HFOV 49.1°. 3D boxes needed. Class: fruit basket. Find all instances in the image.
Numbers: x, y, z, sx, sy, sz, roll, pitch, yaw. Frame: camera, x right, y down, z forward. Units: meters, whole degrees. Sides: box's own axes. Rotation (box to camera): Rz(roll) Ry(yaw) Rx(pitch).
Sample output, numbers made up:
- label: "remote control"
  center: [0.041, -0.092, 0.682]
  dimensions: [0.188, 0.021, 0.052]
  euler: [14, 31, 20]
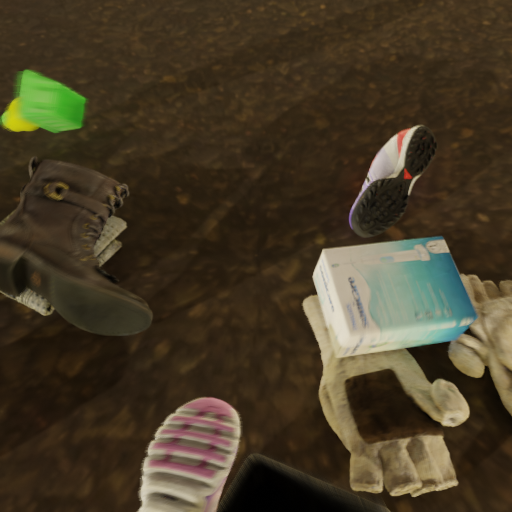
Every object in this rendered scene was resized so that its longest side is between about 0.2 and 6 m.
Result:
- label: "fruit basket"
  center: [-3.959, -2.712, 10.157]
  dimensions: [1.364, 1.364, 0.984]
  euler: [9, 91, 7]

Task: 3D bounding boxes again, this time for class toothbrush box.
- label: "toothbrush box"
  center: [1.721, 0.510, 7.174]
  dimensions: [1.694, 0.722, 1.240]
  euler: [-7, 58, -12]

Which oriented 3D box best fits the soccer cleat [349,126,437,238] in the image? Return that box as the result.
- label: "soccer cleat"
  center: [2.161, -1.216, 9.408]
  dimensions: [2.349, 0.801, 0.859]
  euler: [-54, 24, -20]

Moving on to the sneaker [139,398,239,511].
- label: "sneaker"
  center: [-0.754, 2.601, 5.879]
  dimensions: [0.876, 0.963, 2.178]
  euler: [11, 62, 16]

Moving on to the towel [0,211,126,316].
- label: "towel"
  center: [-3.265, -0.137, 8.741]
  dimensions: [1.912, 0.343, 1.986]
  euler: [22, 55, 21]

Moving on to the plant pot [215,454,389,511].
- label: "plant pot"
  center: [0.302, 2.879, 4.884]
  dimensions: [1.397, 1.242, 1.400]
  euler: [13, 42, 28]

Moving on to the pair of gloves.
- label: "pair of gloves"
  center: [2.561, 1.451, 7.146]
  dimensions: [3.551, 0.623, 3.020]
  euler: [-4, 50, -4]

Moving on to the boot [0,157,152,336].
- label: "boot"
  center: [-2.453, -0.318, 8.156]
  dimensions: [2.795, 0.968, 2.433]
  euler: [25, 45, -5]
